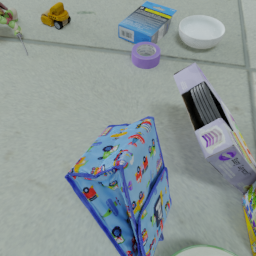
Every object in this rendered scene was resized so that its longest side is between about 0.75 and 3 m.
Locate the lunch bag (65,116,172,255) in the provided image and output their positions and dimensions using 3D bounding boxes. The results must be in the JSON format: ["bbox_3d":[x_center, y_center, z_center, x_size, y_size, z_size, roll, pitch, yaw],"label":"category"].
[{"bbox_3d":[0.158,1.442,5.972,1.264,2.687,2.023,-12,22,27],"label":"lunch bag"}]

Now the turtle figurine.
[{"bbox_3d":[-5.253,-3.939,11.169,1.828,2.541,2.463,-25,32,9],"label":"turtle figurine"}]

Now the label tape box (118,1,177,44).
[{"bbox_3d":[0.834,-4.285,11.578,1.560,0.685,2.163,28,57,20],"label":"label tape box"}]

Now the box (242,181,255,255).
[{"bbox_3d":[4.032,1.741,5.834,2.368,2.281,1.444,3,52,2],"label":"box"}]

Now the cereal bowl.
[{"bbox_3d":[2.864,-3.697,11.092,1.760,0.733,1.760,0,52,0],"label":"cereal bowl"}]

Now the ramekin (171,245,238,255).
[{"bbox_3d":[1.461,3.372,5.132,2.383,1.164,2.383,-3,53,4],"label":"ramekin"}]

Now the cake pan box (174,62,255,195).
[{"bbox_3d":[2.275,0.043,6.998,0.734,2.807,2.585,-31,46,21],"label":"cake pan box"}]

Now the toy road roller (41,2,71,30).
[{"bbox_3d":[-3.096,-4.873,11.892,1.263,0.922,0.776,24,56,18],"label":"toy road roller"}]

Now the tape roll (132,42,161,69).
[{"bbox_3d":[0.674,-2.732,10.513,1.079,0.459,1.079,0,53,0],"label":"tape roll"}]
